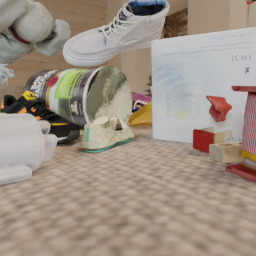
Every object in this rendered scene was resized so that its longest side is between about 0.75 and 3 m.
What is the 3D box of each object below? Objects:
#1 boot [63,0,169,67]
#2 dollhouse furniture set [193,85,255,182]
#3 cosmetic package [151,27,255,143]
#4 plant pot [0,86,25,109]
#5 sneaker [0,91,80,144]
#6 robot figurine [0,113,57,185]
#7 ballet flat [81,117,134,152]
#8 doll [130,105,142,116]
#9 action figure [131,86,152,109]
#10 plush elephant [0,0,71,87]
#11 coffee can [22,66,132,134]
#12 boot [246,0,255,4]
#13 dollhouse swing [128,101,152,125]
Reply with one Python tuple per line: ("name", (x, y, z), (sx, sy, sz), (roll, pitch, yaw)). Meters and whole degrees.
("boot", (-0.301, -2.559, 7.130), (2.851, 1.049, 1.362), (-24, -17, -20))
("dollhouse furniture set", (1.596, -0.030, 4.256), (0.903, 1.195, 2.220), (-3, 8, -21))
("cosmetic package", (1.844, -0.860, 6.343), (2.319, 2.327, 1.430), (5, 12, 36))
("plant pot", (-3.845, -0.649, 8.926), (2.934, 1.354, 2.934), (0, 6, 0))
("sneaker", (-2.181, -0.280, 6.486), (2.572, 1.157, 0.900), (5, 8, 35))
("robot figurine", (-1.683, 0.225, 3.641), (1.436, 0.811, 1.218), (-6, 42, -40))
("ballet flat", (-0.338, 0.052, 5.993), (0.672, 0.622, 1.994), (2, 7, 18))
("doll", (0.290, -0.579, 11.888), (1.406, 0.499, 2.060), (10, 16, 16))
("action figure", (1.081, -1.424, 14.782), (2.288, 1.532, 1.703), (-5, 9, -16))
("plush elephant", (-2.954, -2.800, 7.424), (2.197, 2.838, 2.337), (-28, -20, 16))
("coffee can", (-1.347, -0.706, 7.453), (2.404, 1.760, 1.760), (5, 8, 36))
("boot", (3.070, -3.504, 7.217), (0.924, 0.666, 0.334), (-14, 48, -20))
("dollhouse swing", (1.729, -0.294, 9.713), (2.323, 2.247, 2.556), (47, 24, 16))
